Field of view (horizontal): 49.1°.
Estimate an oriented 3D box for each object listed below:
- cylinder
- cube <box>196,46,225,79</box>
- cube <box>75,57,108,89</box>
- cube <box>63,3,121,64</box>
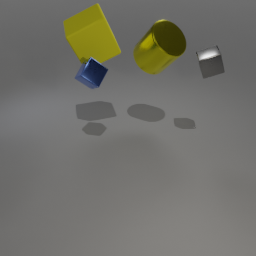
[{"bbox_3d":[1.102,-2.822,9.933,1.400,1.400,1.400,-21,-6,-31],"label":"cylinder"},{"bbox_3d":[2.708,-2.169,9.227,0.700,0.700,0.700,-15,35,16],"label":"cube"},{"bbox_3d":[-1.193,-1.758,9.093,0.700,0.700,0.700,31,-12,-25],"label":"cube"},{"bbox_3d":[-1.255,-3.162,9.739,1.400,1.400,1.400,-25,44,6],"label":"cube"}]
